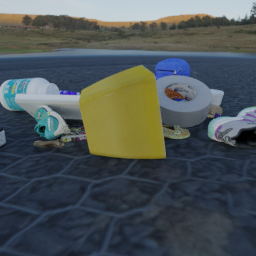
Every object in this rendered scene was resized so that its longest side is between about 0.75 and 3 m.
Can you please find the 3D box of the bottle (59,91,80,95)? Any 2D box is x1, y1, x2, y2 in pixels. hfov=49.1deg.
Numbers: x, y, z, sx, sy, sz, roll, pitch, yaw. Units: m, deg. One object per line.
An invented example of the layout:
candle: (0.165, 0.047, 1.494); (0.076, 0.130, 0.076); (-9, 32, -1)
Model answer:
bottle: (-3.570, -1.679, 15.131); (1.897, 0.619, 0.792); (-1, 25, -6)

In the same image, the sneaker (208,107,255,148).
sneaker: (4.269, 0.116, 9.558); (2.606, 1.013, 1.823); (-18, 26, -20)

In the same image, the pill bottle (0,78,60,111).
pill bottle: (-4.519, -1.548, 12.993); (2.692, 1.491, 1.491); (1, 18, 26)

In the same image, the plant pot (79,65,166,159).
plant pot: (-0.275, -0.429, 9.038); (2.247, 2.548, 2.547); (-11, 20, -2)

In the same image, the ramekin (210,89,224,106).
ramekin: (4.166, -1.559, 14.637); (1.564, 0.728, 1.564); (-1, 19, 0)

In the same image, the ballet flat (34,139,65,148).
ballet flat: (-2.513, 0.491, 8.950); (1.179, 0.273, 0.397); (-1, -15, 26)

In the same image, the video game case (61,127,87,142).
video game case: (-1.983, 0.228, 10.258); (0.961, 0.190, 1.060); (-5, 20, -14)

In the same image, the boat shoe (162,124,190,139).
boat shoe: (1.476, 0.047, 10.125); (1.651, 0.519, 0.602); (5, 17, -7)

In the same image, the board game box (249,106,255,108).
board game box: (6.148, -0.896, 13.547); (0.771, 0.184, 0.392); (-11, 22, -30)

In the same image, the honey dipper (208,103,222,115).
honey dipper: (3.569, -1.098, 13.716); (0.550, 0.550, 2.896); (-5, 17, -14)

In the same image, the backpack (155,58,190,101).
backpack: (2.342, -2.503, 14.953); (1.869, 2.301, 1.931); (13, 22, 30)

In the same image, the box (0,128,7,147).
box: (-5.538, 0.590, 8.609); (2.454, 0.610, 2.436); (3, 18, 11)

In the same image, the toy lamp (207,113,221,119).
toy lamp: (3.536, -0.539, 12.325); (1.084, 0.316, 0.316); (7, 20, 20)

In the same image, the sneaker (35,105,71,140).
sneaker: (-3.037, -0.185, 10.344); (0.969, 0.942, 2.432); (-36, 30, -21)

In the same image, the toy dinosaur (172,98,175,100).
toy dinosaur: (1.297, -1.370, 13.498); (1.933, 1.119, 2.131); (9, 21, 24)

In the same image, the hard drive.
hard drive: (-2.789, -0.835, 11.491); (2.926, 0.390, 1.930); (3, -18, 7)

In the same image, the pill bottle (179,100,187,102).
pill bottle: (2.797, -1.156, 13.864); (0.472, 0.472, 0.853); (14, 23, 35)

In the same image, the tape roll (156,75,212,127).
tape roll: (2.176, -1.187, 11.895); (2.600, 0.859, 2.600); (0, 42, 0)
